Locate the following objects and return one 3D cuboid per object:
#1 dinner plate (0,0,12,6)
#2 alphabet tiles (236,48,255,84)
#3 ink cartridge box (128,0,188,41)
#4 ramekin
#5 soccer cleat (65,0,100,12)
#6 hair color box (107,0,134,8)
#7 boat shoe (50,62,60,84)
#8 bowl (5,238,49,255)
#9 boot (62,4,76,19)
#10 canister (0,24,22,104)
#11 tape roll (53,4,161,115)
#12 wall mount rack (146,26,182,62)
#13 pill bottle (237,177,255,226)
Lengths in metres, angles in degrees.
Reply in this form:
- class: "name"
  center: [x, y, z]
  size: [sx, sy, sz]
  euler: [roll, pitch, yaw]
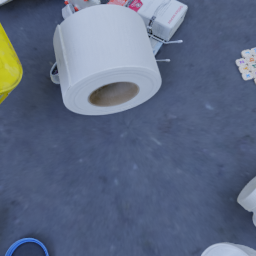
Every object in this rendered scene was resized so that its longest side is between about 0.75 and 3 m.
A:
- class: "dinner plate"
  center: [-3.602, -4.671, 8.798]
  size: [2.740, 0.332, 2.740]
  euler: [-13, 58, 22]
- class: "alphabet tiles"
  center: [3.882, -1.856, 8.400]
  size: [1.169, 0.087, 1.196]
  euler: [-16, 72, -4]
- class: "ink cartridge box"
  center: [0.892, -3.509, 8.632]
  size: [1.514, 0.631, 1.100]
  euler: [30, 69, 10]
- class: "ramekin"
  center: [1.814, 2.519, 4.605]
  size: [0.639, 1.218, 1.218]
  euler: [13, 66, -38]
- class: "soccer cleat"
  center: [-1.989, -4.527, 8.905]
  size: [2.664, 0.923, 1.033]
  euler: [24, 70, 11]
- class: "hair color box"
  center: [-0.221, -3.677, 8.620]
  size: [0.483, 0.838, 1.512]
  euler: [33, 75, 11]
- class: "boat shoe"
  center: [-1.806, -1.989, 8.224]
  size: [0.526, 0.501, 1.461]
  euler: [34, 75, 11]
- class: "bowl"
  center: [-2.386, 3.162, 6.636]
  size: [1.047, 0.205, 1.047]
  euler: [0, 72, 0]
- class: "boot"
  center: [-1.821, -3.462, 8.873]
  size: [0.393, 0.303, 0.823]
  euler: [-18, 89, 33]
- class: "canister"
  center: [-3.154, -1.112, 5.279]
  size: [1.181, 2.729, 2.027]
  euler: [-32, 99, -38]
- class: "tape roll"
  center: [-0.535, -1.558, 7.052]
  size: [2.455, 2.455, 1.685]
  euler: [-13, 73, -4]
- class: "wall mount rack"
  center: [0.868, -2.411, 8.347]
  size: [1.193, 0.512, 1.373]
  euler: [29, 72, 10]
- class: "pill bottle"
  center: [3.758, 2.139, 6.406]
  size: [2.312, 1.284, 1.284]
  euler: [41, 76, 12]
